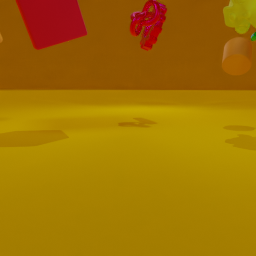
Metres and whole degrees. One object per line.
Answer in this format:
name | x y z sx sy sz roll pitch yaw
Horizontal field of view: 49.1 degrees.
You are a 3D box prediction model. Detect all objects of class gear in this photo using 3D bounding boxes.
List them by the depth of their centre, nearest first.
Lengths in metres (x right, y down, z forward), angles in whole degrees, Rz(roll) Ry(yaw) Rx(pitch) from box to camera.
gear | 0.942 -3.843 10.679 0.319 1.725 1.725 17 4 -15

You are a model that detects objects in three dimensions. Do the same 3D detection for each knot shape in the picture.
knot shape | 0.613 -3.858 9.678 1.277 0.630 1.364 -22 35 44

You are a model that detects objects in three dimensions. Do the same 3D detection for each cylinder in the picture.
cylinder | 3.329 -2.179 8.537 0.820 0.820 0.820 13 -33 9

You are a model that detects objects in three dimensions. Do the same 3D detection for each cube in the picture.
cube | -2.040 -2.940 7.394 1.370 1.370 1.370 -22 22 -13

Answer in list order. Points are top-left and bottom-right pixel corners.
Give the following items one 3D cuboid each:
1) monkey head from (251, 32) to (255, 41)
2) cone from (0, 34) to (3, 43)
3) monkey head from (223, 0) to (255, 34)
monkey head | 3.710 -2.245 7.053 1.001 0.838 1.391 -24 -7 2
cone | -3.947 -2.976 7.728 0.970 0.973 0.970 16 36 -12
monkey head | 3.057 -2.917 6.772 1.094 1.815 1.306 -29 63 -30
